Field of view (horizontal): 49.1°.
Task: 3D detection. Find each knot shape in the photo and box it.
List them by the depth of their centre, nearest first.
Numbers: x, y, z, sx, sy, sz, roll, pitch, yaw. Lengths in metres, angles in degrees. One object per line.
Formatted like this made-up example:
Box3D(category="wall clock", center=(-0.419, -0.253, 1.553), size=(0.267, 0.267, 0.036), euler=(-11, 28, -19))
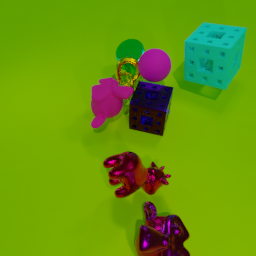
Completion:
Box3D(category="knot shape", center=(-0.068, -1.562, 9.446), size=(0.652, 1.412, 1.321), euler=(3, 56, -52))

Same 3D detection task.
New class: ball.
Box3D(category="ball", center=(0.844, -1.977, 8.876), size=(1.053, 1.053, 1.053), euler=(0, 48, 0))

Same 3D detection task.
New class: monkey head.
Box3D(category="monkey head", center=(0.515, 2.373, 5.749), size=(1.383, 1.159, 1.923), euler=(24, 56, -32))
Box3D(category="monkey head", center=(-0.434, -0.812, 8.328), size=(1.353, 1.133, 1.881), euler=(13, 45, 28))

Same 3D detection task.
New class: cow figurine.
Box3D(category="cow figurine", center=(0.270, 1.078, 6.770), size=(1.513, 1.538, 0.844), euler=(-22, 42, -11))

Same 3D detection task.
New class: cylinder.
Box3D(category="cylinder", center=(0.185, -2.497, 10.080), size=(1.026, 1.026, 1.026), euler=(-4, 74, 15))

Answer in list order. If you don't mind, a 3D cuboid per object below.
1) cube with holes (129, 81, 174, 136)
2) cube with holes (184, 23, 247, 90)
Box3D(category="cube with holes", center=(0.703, -0.601, 8.585), size=(1.083, 1.083, 1.083), euler=(13, 50, 11))
Box3D(category="cube with holes", center=(2.746, -2.320, 8.927), size=(1.396, 1.396, 1.396), euler=(20, 50, 29))
